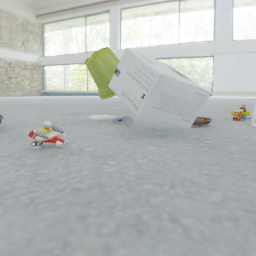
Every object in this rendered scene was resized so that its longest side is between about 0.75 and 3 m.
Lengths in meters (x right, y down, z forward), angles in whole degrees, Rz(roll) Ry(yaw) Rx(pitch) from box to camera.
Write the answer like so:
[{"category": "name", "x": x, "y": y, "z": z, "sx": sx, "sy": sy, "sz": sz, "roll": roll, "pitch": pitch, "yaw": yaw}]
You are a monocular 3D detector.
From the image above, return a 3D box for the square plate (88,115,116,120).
[{"category": "square plate", "x": -1.246, "y": -0.518, "z": 13.598, "sx": 1.092, "sy": 0.157, "sz": 1.102, "roll": -5, "pitch": 10, "yaw": -31}]

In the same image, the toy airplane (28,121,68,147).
[{"category": "toy airplane", "x": -2.002, "y": 0.152, "z": 7.171, "sx": 0.947, "sy": 0.671, "sz": 0.951, "roll": -4, "pitch": 10, "yaw": -28}]

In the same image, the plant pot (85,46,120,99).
[{"category": "plant pot", "x": -0.847, "y": -2.305, "z": 11.241, "sx": 1.734, "sy": 1.594, "sz": 1.734, "roll": -27, "pitch": 28, "yaw": 16}]

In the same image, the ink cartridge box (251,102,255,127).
[{"category": "ink cartridge box", "x": 5.984, "y": -0.554, "z": 10.967, "sx": 1.660, "sy": 0.963, "sz": 2.293, "roll": 6, "pitch": 10, "yaw": 36}]

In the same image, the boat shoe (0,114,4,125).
[{"category": "boat shoe", "x": -4.930, "y": -0.272, "z": 9.703, "sx": 1.040, "sy": 1.019, "sz": 2.921, "roll": 18, "pitch": 4, "yaw": -11}]

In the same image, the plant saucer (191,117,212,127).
[{"category": "plant saucer", "x": 2.492, "y": -0.254, "z": 11.353, "sx": 1.756, "sy": 0.282, "sz": 1.756, "roll": 1, "pitch": 8, "yaw": 0}]

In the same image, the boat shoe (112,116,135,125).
[{"category": "boat shoe", "x": -0.112, "y": -0.292, "z": 11.478, "sx": 1.030, "sy": 0.380, "sz": 0.439, "roll": -6, "pitch": 0, "yaw": 31}]

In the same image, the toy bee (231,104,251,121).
[{"category": "toy bee", "x": 5.284, "y": -0.737, "z": 13.144, "sx": 0.881, "sy": 0.732, "sz": 1.347, "roll": 2, "pitch": 9, "yaw": 24}]

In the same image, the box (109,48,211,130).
[{"category": "box", "x": 0.937, "y": -1.216, "z": 8.853, "sx": 2.200, "sy": 1.438, "sz": 2.189, "roll": 11, "pitch": 25, "yaw": -37}]
